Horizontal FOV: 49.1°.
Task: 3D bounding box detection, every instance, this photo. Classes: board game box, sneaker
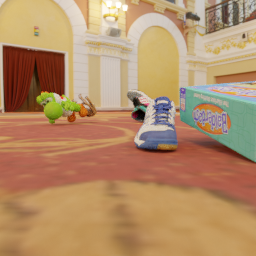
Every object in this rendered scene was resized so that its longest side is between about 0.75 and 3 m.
[{"bbox_3d":[2.231,-0.274,3.626,2.597,0.584,1.975,-5,14,-9],"label":"board game box"},{"bbox_3d":[0.396,-0.107,3.822,0.552,0.646,1.466,6,11,2],"label":"sneaker"},{"bbox_3d":[0.378,-0.795,10.635,1.670,0.698,1.008,34,50,26],"label":"sneaker"}]

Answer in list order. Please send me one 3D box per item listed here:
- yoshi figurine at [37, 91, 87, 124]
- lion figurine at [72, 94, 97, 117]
[{"bbox_3d":[-2.124,-0.529,8.969,1.033,1.036,1.844,24,1,30],"label":"yoshi figurine"},{"bbox_3d":[-1.498,-0.715,10.406,0.623,1.053,1.719,-40,23,-2],"label":"lion figurine"}]
